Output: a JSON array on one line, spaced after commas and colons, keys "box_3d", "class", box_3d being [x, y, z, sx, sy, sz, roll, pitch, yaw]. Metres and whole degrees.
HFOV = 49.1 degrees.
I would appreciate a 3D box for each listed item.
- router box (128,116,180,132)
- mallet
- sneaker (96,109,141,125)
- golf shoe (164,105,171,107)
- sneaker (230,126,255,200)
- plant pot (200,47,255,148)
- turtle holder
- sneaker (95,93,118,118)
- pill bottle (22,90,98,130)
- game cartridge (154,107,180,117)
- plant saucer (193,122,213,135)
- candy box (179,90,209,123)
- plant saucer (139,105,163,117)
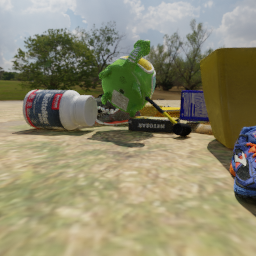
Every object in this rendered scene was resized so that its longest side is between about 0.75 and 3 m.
[{"box_3d": [0.876, -0.138, 9.117, 1.467, 0.383, 1.153, 3, 8, 20], "class": "router box"}, {"box_3d": [1.136, -0.368, 8.061, 0.577, 0.361, 1.752, 12, 29, -44], "class": "mallet"}, {"box_3d": [-0.357, -0.497, 10.610, 1.727, 0.707, 0.666, -4, 8, -1], "class": "sneaker"}, {"box_3d": [2.677, -1.225, 17.786, 0.942, 0.445, 0.366, 3, 7, 11], "class": "golf shoe"}, {"box_3d": [1.624, 0.379, 3.463, 0.722, 0.752, 1.918, 0, 7, 8], "class": "sneaker"}, {"box_3d": [2.947, -0.636, 6.407, 2.316, 2.043, 2.316, 1, 7, 5], "class": "plant pot"}, {"box_3d": [0.053, -1.672, 9.033, 1.735, 2.283, 1.621, 12, 45, 34], "class": "turtle holder"}, {"box_3d": [-0.982, -0.934, 10.929, 2.454, 1.110, 0.816, 9, -28, -35], "class": "sneaker"}, {"box_3d": [-2.179, -0.597, 9.177, 2.168, 1.296, 1.296, 2, 7, 19], "class": "pill bottle"}, {"box_3d": [2.036, -0.868, 15.151, 2.475, 0.455, 2.807, -5, 6, -33], "class": "game cartridge"}, {"box_3d": [2.744, -0.004, 8.566, 1.506, 0.267, 1.506, 0, 7, 0], "class": "plant saucer"}, {"box_3d": [3.470, -0.702, 10.092, 2.888, 1.112, 2.442, 4, 1, 17], "class": "candy box"}, {"box_3d": [-0.076, -0.819, 13.702, 2.623, 0.636, 2.623, -6, 10, -39], "class": "plant saucer"}]
